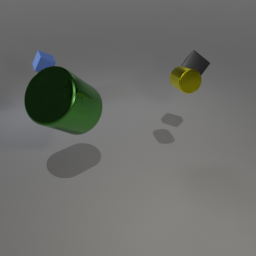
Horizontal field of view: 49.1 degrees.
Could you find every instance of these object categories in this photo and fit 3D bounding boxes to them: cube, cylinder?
[{"bbox_3d":[-3.648,-2.817,12.156,0.700,0.700,0.700,14,29,-36],"label":"cube"},{"bbox_3d":[-1.544,-0.621,6.923,1.400,1.400,1.400,15,-5,23],"label":"cylinder"},{"bbox_3d":[2.157,-2.013,9.335,0.700,0.700,0.700,38,-8,-2],"label":"cube"},{"bbox_3d":[1.660,-1.403,8.127,0.700,0.700,0.700,-8,22,-13],"label":"cylinder"}]
